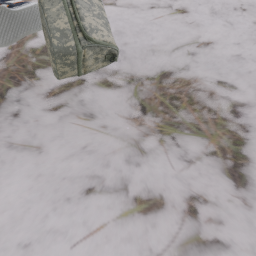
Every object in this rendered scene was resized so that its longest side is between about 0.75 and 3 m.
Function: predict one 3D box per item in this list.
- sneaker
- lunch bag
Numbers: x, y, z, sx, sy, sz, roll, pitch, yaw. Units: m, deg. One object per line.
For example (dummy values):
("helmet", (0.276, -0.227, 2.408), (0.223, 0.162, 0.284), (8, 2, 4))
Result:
("sneaker", (-2.974, -2.460, 6.536), (0.954, 0.943, 2.403), (14, 30, 20))
("lunch bag", (-1.039, -2.029, 5.972), (1.415, 1.175, 1.687), (-13, 69, -16))
